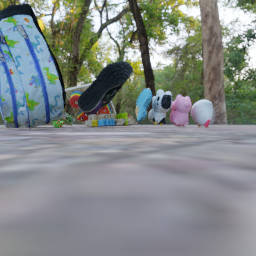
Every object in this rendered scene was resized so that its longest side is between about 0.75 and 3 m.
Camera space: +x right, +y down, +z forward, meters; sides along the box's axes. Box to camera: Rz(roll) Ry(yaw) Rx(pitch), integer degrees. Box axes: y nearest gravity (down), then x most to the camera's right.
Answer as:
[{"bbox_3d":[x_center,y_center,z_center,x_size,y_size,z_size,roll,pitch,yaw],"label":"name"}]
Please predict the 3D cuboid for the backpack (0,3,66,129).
[{"bbox_3d":[-2.217,-1.115,6.077,1.841,2.394,1.953,-30,-15,-35],"label":"backpack"}]

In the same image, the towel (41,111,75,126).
[{"bbox_3d":[-3.135,-0.460,9.769,2.011,0.308,2.637,0,-11,6],"label":"towel"}]

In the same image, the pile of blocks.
[{"bbox_3d":[-0.566,-0.359,9.774,1.869,0.581,0.767,-3,-4,-25],"label":"pile of blocks"}]

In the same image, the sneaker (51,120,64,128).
[{"bbox_3d":[-2.325,-0.171,8.971,0.332,0.304,0.792,17,-7,7],"label":"sneaker"}]

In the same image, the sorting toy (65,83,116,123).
[{"bbox_3d":[-1.610,-0.951,11.931,1.752,1.763,0.613,-11,38,12],"label":"sorting toy"}]

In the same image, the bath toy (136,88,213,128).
[{"bbox_3d":[1.755,-0.536,10.064,2.884,1.066,1.254,7,-39,-15],"label":"bath toy"}]

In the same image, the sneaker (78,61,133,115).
[{"bbox_3d":[-0.788,-1.428,10.170,2.376,0.900,1.040,-42,-14,-3],"label":"sneaker"}]
